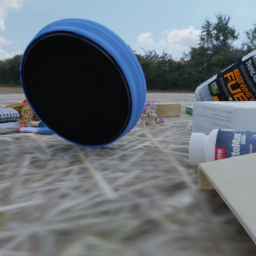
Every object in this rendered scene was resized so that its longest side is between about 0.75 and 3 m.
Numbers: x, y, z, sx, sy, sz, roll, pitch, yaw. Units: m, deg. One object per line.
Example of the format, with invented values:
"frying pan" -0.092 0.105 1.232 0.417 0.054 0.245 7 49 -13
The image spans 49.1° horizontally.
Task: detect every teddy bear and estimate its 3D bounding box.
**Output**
"teddy bear" -3.029 -0.512 9.702 2.395 0.799 1.736 -11 18 -12

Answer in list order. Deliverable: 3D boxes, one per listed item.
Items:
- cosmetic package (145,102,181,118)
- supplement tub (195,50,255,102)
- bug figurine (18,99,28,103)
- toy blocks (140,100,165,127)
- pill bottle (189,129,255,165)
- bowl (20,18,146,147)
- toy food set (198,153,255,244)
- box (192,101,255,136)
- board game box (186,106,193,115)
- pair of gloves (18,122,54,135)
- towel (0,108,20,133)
"cosmetic package" 1.489 -0.838 12.947 1.757 0.625 0.924 -5 10 -29
"supplement tub" 3.651 -1.244 8.692 2.777 1.701 1.701 -34 -15 37
"bug figurine" -3.015 -0.908 10.739 2.275 0.585 1.764 10 -30 -32
"toy blocks" 0.767 -0.571 10.214 1.107 0.932 1.034 -4 9 -24
"pill bottle" 1.671 0.391 4.626 1.225 0.733 0.733 3 9 25
"bowl" -1.049 -0.824 6.043 2.882 2.882 0.566 4 32 22
"toy food set" 1.848 0.773 2.635 1.887 0.795 2.630 -11 7 4
"box" 2.449 0.013 5.901 1.659 1.090 1.668 -2 9 -15
"board game box" 3.928 -0.762 13.282 1.774 0.384 2.636 -1 9 -3
"pair of gloves" -2.379 -0.080 9.289 1.787 0.253 2.223 2 10 10
"towel" -4.535 -0.246 8.483 1.901 0.814 1.574 3 9 20
